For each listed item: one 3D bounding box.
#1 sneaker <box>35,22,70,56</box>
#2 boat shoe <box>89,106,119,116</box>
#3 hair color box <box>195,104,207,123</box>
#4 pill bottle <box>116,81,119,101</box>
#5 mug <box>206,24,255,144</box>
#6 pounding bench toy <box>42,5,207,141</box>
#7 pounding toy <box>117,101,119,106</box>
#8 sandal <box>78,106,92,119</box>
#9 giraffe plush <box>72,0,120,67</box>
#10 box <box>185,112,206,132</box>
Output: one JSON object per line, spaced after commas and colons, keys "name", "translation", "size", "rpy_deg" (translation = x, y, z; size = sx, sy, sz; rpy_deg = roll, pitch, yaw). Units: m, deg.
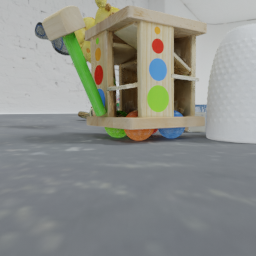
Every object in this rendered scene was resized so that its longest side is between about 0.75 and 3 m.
{"name": "sneaker", "translation": [-2.670, -3.454, 10.825], "size": [1.983, 0.739, 0.864], "rpy_deg": [40, 24, 16]}
{"name": "boat shoe", "translation": [-0.539, -0.585, 11.176], "size": [2.021, 0.722, 0.664], "rpy_deg": [3, -3, -37]}
{"name": "hair color box", "translation": [1.692, -0.529, 10.280], "size": [2.338, 0.708, 1.169], "rpy_deg": [-1, 4, -16]}
{"name": "pill bottle", "translation": [-0.228, -1.443, 13.892], "size": [2.108, 1.146, 1.146], "rpy_deg": [39, -12, -21]}
{"name": "mug", "translation": [2.297, -0.721, 4.848], "size": [2.047, 1.794, 1.511], "rpy_deg": [-3, 5, -41]}
{"name": "pounding bench toy", "translation": [-0.122, -0.747, 4.555], "size": [2.419, 1.887, 1.503], "rpy_deg": [-2, 4, -32]}
{"name": "pounding toy", "translation": [-0.672, -0.685, 12.611], "size": [1.269, 0.980, 1.379], "rpy_deg": [-2, -6, -36]}
{"name": "sandal", "translation": [-1.286, -0.815, 13.966], "size": [1.202, 0.808, 2.994], "rpy_deg": [3, 5, 41]}
{"name": "giraffe plush", "translation": [-0.651, -2.594, 7.448], "size": [1.720, 1.993, 1.616], "rpy_deg": [33, -47, -16]}
{"name": "box", "translation": [1.520, -0.154, 6.556], "size": [0.377, 0.460, 0.970], "rpy_deg": [0, 2, 2]}
